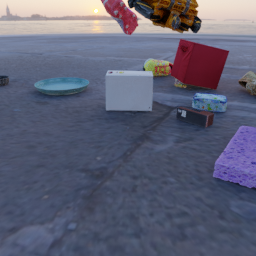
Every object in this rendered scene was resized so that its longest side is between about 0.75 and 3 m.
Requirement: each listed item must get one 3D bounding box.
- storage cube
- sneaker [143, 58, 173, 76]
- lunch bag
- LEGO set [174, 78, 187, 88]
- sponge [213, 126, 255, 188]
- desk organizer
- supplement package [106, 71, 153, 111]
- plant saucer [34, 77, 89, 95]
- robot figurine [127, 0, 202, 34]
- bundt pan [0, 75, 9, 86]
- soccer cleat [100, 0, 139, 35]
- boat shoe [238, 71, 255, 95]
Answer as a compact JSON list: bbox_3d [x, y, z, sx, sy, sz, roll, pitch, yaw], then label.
[{"bbox_3d":[3.032,-2.797,12.208,1.895,1.703,1.620,7,21,-16],"label":"storage cube"},{"bbox_3d":[1.663,-3.092,14.402,1.030,0.891,2.281,22,31,38],"label":"sneaker"},{"bbox_3d":[2.818,-0.903,9.691,1.143,0.471,0.919,9,21,18],"label":"lunch bag"},{"bbox_3d":[2.308,-2.040,12.586,0.389,0.315,0.846,-7,23,-15],"label":"LEGO set"},{"bbox_3d":[2.928,0.590,6.229,1.364,0.365,2.445,13,26,30],"label":"sponge"},{"bbox_3d":[2.021,-0.362,8.493,0.413,0.384,1.072,-18,29,-41],"label":"desk organizer"},{"bbox_3d":[0.047,-1.286,9.587,1.568,1.221,0.869,1,23,1],"label":"supplement package"},{"bbox_3d":[-2.802,-1.788,12.000,2.282,0.313,2.282,0,22,0],"label":"plant saucer"},{"bbox_3d":[0.746,-2.941,6.280,1.764,0.708,2.433,6,41,-22],"label":"robot figurine"},{"bbox_3d":[-5.899,-2.154,12.826,0.922,0.346,0.922,1,23,0],"label":"bundt pan"},{"bbox_3d":[-0.213,-3.299,8.132,0.704,0.614,1.842,43,11,16],"label":"soccer cleat"},{"bbox_3d":[5.153,-1.618,11.211,0.725,0.801,2.247,-33,20,12],"label":"boat shoe"}]
